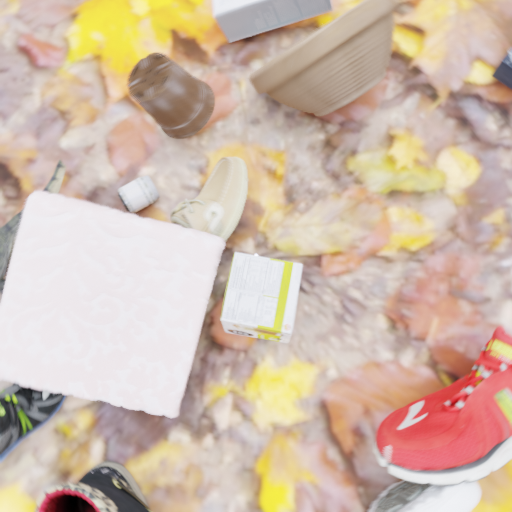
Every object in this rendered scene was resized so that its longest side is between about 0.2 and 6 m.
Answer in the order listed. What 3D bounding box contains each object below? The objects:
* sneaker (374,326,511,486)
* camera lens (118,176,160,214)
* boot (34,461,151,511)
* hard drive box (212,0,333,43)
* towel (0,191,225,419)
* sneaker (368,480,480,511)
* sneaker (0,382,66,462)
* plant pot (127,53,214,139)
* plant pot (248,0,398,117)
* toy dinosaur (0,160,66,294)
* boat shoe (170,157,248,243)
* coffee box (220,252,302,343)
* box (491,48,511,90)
[{"bbox_3d":[3.065,1.701,7.345,3.563,1.372,1.513,-19,115,-14],"label":"sneaker"},{"bbox_3d":[-1.870,-0.967,8.872,0.560,0.448,0.448,-30,75,-9],"label":"camera lens"},{"bbox_3d":[-1.462,3.737,6.534,1.008,2.110,2.793,-35,76,-10],"label":"boot"},{"bbox_3d":[0.229,-4.717,9.553,1.912,0.734,1.490,-10,71,16],"label":"hard drive box"},{"bbox_3d":[-2.053,0.675,7.707,2.748,0.443,2.625,14,90,-1],"label":"towel"},{"bbox_3d":[1.866,3.976,7.115,2.913,1.135,1.447,-42,84,-3],"label":"sneaker"},{"bbox_3d":[-3.329,2.129,7.596,0.732,0.856,2.065,34,58,11],"label":"sneaker"},{"bbox_3d":[-1.304,-2.412,8.336,1.016,1.006,1.016,-7,73,24],"label":"plant pot"},{"bbox_3d":[1.195,-2.990,8.752,2.499,2.499,1.153,-35,106,-10],"label":"plant pot"},{"bbox_3d":[-3.592,0.108,8.244,3.076,0.730,1.355,-41,102,1],"label":"toy dinosaur"},{"bbox_3d":[-0.856,-0.485,8.384,0.793,0.880,2.440,27,78,-30],"label":"boat shoe"},{"bbox_3d":[0.078,0.630,8.080,0.997,1.006,1.008,10,73,3],"label":"coffee box"},{"bbox_3d":[4.640,-3.234,9.568,0.790,0.471,0.803,41,78,12],"label":"box"}]
